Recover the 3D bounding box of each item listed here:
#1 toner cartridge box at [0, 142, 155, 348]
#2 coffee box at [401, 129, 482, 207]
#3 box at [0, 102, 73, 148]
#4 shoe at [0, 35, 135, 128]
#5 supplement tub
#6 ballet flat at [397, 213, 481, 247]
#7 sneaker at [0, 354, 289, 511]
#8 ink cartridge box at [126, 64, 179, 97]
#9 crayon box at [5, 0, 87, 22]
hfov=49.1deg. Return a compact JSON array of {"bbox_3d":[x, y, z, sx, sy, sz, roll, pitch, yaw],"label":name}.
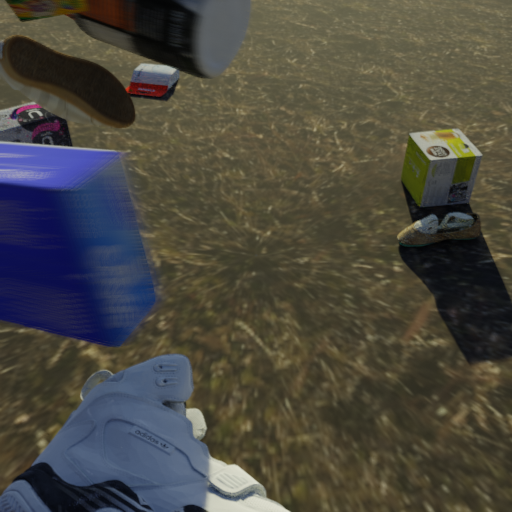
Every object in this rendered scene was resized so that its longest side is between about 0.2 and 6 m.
[{"bbox_3d":[-2.117,-0.191,4.181,2.654,1.260,0.573,9,38,22],"label":"toner cartridge box"},{"bbox_3d":[3.424,-1.649,10.502,1.019,1.030,1.029,-6,40,-7],"label":"coffee box"},{"bbox_3d":[-4.679,-2.339,11.264,1.681,1.110,0.964,-26,47,-28],"label":"box"},{"bbox_3d":[-2.423,-2.163,7.159,0.569,2.131,0.745,-6,78,31],"label":"shoe"},{"bbox_3d":[-1.791,-4.295,9.333,3.047,1.867,1.867,25,45,15],"label":"supplement tub"},{"bbox_3d":[3.137,-0.507,9.566,1.496,0.488,0.527,-9,39,-10],"label":"ballet flat"},{"bbox_3d":[-0.560,2.176,5.658,3.641,1.368,2.093,6,43,13],"label":"sneaker"},{"bbox_3d":[-2.738,-4.587,14.567,1.087,0.321,1.358,10,39,11],"label":"ink cartridge box"},{"bbox_3d":[-2.989,-3.723,7.980,1.008,0.341,1.168,-14,11,-10],"label":"crayon box"}]
